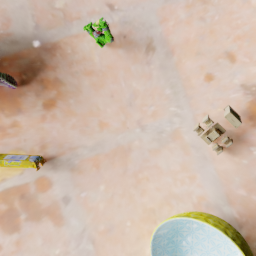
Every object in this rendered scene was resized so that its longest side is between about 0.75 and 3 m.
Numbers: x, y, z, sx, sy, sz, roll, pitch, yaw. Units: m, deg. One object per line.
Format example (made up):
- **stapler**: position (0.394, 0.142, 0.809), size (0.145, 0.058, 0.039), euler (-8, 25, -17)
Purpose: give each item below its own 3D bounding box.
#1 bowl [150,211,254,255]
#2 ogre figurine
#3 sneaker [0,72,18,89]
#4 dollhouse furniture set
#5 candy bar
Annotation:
- **bowl**: position (1.830, 2.862, 6.414), size (2.380, 1.281, 2.380), euler (11, 109, 35)
- **ogre figurine**: position (-0.781, -2.603, 7.710), size (0.658, 1.098, 0.539), euler (50, 50, -33)
- **sneaker**: position (-3.507, -1.285, 7.629), size (0.425, 0.962, 0.387), euler (-40, 52, 24)
- **dollhouse furniture set**: position (2.422, -0.020, 7.412), size (0.929, 0.704, 1.060), euler (44, 116, -1)
- **candy bar**: position (-3.455, 0.857, 7.286), size (2.564, 0.639, 0.284), euler (3, 107, 0)
